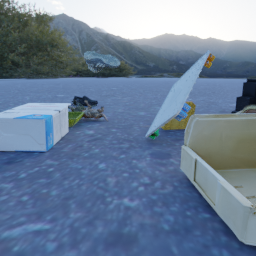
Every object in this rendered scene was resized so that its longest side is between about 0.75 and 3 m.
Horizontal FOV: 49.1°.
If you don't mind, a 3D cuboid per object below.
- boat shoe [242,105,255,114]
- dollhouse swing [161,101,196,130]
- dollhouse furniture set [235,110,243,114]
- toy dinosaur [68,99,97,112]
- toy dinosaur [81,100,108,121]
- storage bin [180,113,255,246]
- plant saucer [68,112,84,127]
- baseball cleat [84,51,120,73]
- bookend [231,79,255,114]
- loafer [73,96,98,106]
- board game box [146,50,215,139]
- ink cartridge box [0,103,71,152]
[{"bbox_3d":[4.955,-0.015,9.118,2.551,0.918,0.861,16,52,28],"label":"boat shoe"},{"bbox_3d":[1.858,-0.524,10.552,1.211,1.064,1.100,-3,13,-8],"label":"dollhouse swing"},{"bbox_3d":[5.013,-0.357,10.443,1.677,1.182,1.175,-27,2,21],"label":"dollhouse furniture set"},{"bbox_3d":[-2.521,-1.038,14.025,1.042,0.561,2.364,19,17,14],"label":"toy dinosaur"},{"bbox_3d":[-1.491,-0.612,12.143,1.489,0.639,1.009,16,-20,3],"label":"toy dinosaur"},{"bbox_3d":[2.696,0.621,4.875,2.850,1.345,2.871,-1,13,-7],"label":"storage bin"},{"bbox_3d":[-2.674,-0.342,11.273,1.578,0.378,1.576,1,13,2],"label":"plant saucer"},{"bbox_3d":[-1.057,-2.697,11.815,1.743,0.928,0.608,26,51,24],"label":"baseball cleat"},{"bbox_3d":[5.853,-1.553,13.789,0.758,1.635,1.646,13,19,41],"label":"bookend"},{"bbox_3d":[-2.498,-1.593,16.306,1.652,0.580,0.561,7,14,26],"label":"loafer"},{"bbox_3d":[1.515,-0.877,8.378,0.300,2.319,2.320,32,-24,-5],"label":"board game box"},{"bbox_3d":[-2.932,-0.132,8.970,1.696,0.977,2.929,1,13,3],"label":"ink cartridge box"}]
